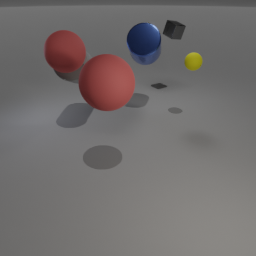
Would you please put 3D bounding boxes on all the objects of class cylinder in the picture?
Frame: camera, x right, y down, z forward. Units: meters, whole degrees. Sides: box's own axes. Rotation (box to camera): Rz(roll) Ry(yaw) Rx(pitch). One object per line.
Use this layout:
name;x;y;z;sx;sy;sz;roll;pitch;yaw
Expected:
cylinder;0.710;-3.544;11.942;1.400;1.400;1.400;4;-2;7
cylinder;-2.121;-2.509;11.098;1.400;1.400;1.400;1;5;3

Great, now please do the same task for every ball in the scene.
ball;-2.135;-2.584;9.502;1.400;1.400;1.400;0;27;0
ball;2.587;-2.626;11.085;0.700;0.700;0.700;0;27;0
ball;-0.523;-1.119;6.970;1.400;1.400;1.400;0;27;0

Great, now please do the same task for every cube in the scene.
cube;2.252;-4.792;13.687;0.700;0.700;0.700;-11;42;-38
